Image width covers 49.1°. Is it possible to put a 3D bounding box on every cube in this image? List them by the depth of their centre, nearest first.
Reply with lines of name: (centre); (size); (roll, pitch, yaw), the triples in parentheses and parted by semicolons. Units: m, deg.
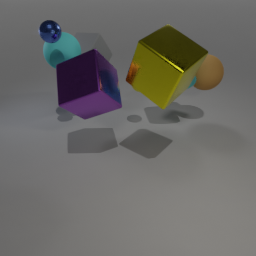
cube: (1.016, -1.658, 7.578); (1.400, 1.400, 1.400); (39, 52, 13)
cube: (-1.163, -1.254, 8.466); (1.400, 1.400, 1.400); (-16, -22, 20)
cube: (-1.798, -3.346, 12.814); (1.400, 1.400, 1.400); (13, 69, 30)

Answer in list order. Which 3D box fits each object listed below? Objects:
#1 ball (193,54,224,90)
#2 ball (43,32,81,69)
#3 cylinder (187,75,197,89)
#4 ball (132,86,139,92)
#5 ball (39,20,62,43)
ball: (3.072, -2.203, 11.123); (1.400, 1.400, 1.400); (0, 29, 0)
ball: (-2.471, -2.886, 10.568); (1.400, 1.400, 1.400); (0, 29, 0)
cylinder: (1.770, -2.275, 10.522); (1.400, 1.400, 1.400); (-3, 70, -5)
ball: (0.467, -1.719, 10.676); (0.700, 0.700, 0.700); (0, 29, 0)
ball: (-2.462, -3.051, 8.884); (0.700, 0.700, 0.700); (0, 29, 0)
